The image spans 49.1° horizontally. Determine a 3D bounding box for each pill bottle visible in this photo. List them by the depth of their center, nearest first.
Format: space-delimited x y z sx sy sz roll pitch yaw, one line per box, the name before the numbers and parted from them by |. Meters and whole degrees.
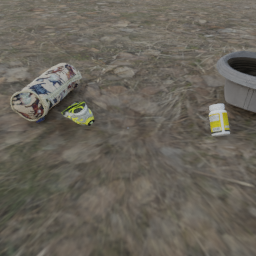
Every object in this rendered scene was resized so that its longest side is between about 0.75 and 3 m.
pill bottle | 2.256 -0.196 6.958 0.434 0.759 0.434 -5 -8 -1

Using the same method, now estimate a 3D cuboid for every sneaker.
sneaker | -1.284 -0.324 7.169 0.561 0.569 1.488 -40 19 -11

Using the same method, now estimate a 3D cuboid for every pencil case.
pencil case | -2.323 -1.149 8.437 1.133 0.985 2.532 5 32 15

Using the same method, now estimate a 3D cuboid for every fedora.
fedora | 3.719 -1.271 8.225 2.398 1.224 2.711 17 33 16
